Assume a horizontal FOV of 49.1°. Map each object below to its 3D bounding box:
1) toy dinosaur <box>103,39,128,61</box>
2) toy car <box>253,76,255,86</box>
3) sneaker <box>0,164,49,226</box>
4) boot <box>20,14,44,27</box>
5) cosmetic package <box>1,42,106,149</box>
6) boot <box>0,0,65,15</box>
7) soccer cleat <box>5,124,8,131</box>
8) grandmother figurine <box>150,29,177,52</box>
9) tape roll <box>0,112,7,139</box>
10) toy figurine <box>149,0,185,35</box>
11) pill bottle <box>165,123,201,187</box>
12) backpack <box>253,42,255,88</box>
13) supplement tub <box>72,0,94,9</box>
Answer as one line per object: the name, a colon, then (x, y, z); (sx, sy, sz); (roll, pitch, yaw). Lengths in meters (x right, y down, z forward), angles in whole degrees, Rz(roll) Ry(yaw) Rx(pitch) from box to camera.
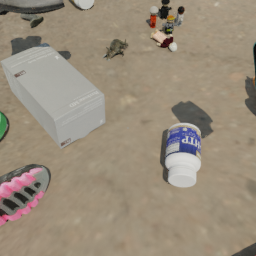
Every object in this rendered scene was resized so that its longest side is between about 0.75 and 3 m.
toy dinosaur: (-0.356, -2.751, 9.311); (0.646, 0.486, 1.263); (19, 58, 6)
toy car: (4.404, -0.871, 7.320); (2.274, 2.182, 2.467); (-19, 25, -25)
sneaker: (-3.131, 1.511, 5.795); (2.956, 1.168, 1.410); (-32, 48, -23)
boot: (-3.681, -4.085, 10.431); (0.838, 0.304, 0.762); (25, 42, 10)
cosmetic package: (-1.984, -0.944, 7.484); (1.487, 1.256, 2.784); (-34, 57, -27)
boot: (-2.512, -3.242, 6.166); (2.096, 1.380, 0.731); (-7, 20, -12)
soccer cleat: (-3.575, -0.065, 7.423); (0.776, 0.266, 0.331); (12, 45, 5)
grandmother figurine: (1.287, -2.986, 9.614); (0.649, 0.324, 1.071); (-42, 64, 0)
tape roll: (-3.767, -0.003, 7.180); (1.242, 0.298, 1.242); (-5, 57, 8)
toy figurine: (1.412, -4.045, 10.091); (1.120, 0.792, 1.138); (35, 60, 24)
pill bottle: (1.282, 0.634, 6.521); (0.811, 0.811, 1.354); (7, 54, 5)
backpack: (2.353, -0.811, 4.003); (0.846, 1.103, 0.970); (-29, 39, -21)
supplement tub: (-1.872, -5.234, 10.992); (0.791, 0.791, 1.095); (-28, 58, -19)
